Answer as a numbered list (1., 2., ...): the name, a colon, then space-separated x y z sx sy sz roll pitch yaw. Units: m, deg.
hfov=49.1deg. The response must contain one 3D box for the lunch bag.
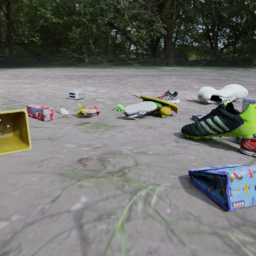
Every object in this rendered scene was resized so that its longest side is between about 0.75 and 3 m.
1. lunch bag: 2.066 1.061 5.823 1.134 0.709 1.506 -6 5 -18

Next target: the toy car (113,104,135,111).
1. toy car: -0.126 -0.945 13.271 1.284 0.304 1.364 8 17 24

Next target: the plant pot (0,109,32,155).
1. plant pot: -3.675 0.059 8.252 1.216 1.208 1.244 -10 13 -32

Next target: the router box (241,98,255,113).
1. router box: 5.515 -0.948 12.544 0.193 0.708 0.789 -13 21 -37

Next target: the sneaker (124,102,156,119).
1. sneaker: 0.513 -0.717 11.669 1.341 0.532 0.526 -10 48 -5

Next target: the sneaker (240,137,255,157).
1. sneaker: 3.742 0.511 7.513 1.472 0.625 0.567 12 21 38

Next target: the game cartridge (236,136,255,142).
1. game cartridge: 4.679 0.420 8.291 1.578 0.467 2.434 -17 23 -36

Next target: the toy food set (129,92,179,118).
1. toy food set: 1.136 -0.884 12.535 2.345 0.766 1.379 19 0 45

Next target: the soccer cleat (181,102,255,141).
1. soccer cleat: 2.741 -0.200 8.563 0.921 1.105 2.727 -12 5 -38

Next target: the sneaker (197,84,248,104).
1. sneaker: 5.195 -1.670 15.088 2.733 1.018 1.190 -8 29 -6

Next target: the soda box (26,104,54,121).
1. soda box: -3.748 -0.665 11.897 1.452 0.508 0.460 14 21 41

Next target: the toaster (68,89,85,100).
1. toaster: -3.062 -1.976 16.463 1.000 0.568 0.646 10 21 33

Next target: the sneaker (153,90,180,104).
1. sneaker: 2.022 -1.695 15.173 1.631 0.713 0.602 -2 16 -8

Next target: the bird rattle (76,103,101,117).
1. bird rattle: -1.674 -0.688 12.017 1.047 0.590 0.853 7 6 -16

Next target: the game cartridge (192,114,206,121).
1. game cartridge: 3.197 -0.347 11.344 0.836 0.247 1.289 1 15 -11

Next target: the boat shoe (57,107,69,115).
1. boat shoe: -2.988 -0.793 12.796 0.297 0.272 0.827 -13 21 -39
